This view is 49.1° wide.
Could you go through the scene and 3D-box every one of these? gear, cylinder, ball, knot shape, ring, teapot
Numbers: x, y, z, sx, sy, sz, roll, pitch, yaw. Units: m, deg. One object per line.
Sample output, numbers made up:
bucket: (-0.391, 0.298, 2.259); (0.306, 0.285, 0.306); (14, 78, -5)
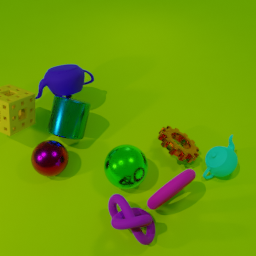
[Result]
gear: (1.384, 0.424, 7.645); (1.206, 0.223, 1.206); (25, 29, -15)
cylinder: (-1.656, -0.301, 7.872); (1.040, 1.040, 1.040); (15, 96, 11)
ball: (-0.048, 0.974, 7.077); (1.124, 1.124, 1.124); (0, 52, 0)
knot shape: (0.153, 2.098, 6.309); (1.256, 1.342, 0.620); (38, 80, -23)
ring: (1.015, 1.432, 6.538); (1.365, 1.365, 0.273); (-31, 71, -22)
teapot: (-1.930, -1.352, 8.421); (1.941, 0.950, 1.207); (-18, 27, -23)
ball: (-2.035, 0.790, 7.324); (0.954, 0.954, 0.954); (0, 52, 0)
teapot: (2.425, 0.798, 7.345); (1.341, 0.656, 0.834); (-53, 34, 1)

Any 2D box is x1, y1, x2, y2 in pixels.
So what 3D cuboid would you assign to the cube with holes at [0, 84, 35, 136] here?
cube with holes: (-3.270, -0.524, 7.744); (0.960, 0.960, 0.960); (20, 29, 18)
